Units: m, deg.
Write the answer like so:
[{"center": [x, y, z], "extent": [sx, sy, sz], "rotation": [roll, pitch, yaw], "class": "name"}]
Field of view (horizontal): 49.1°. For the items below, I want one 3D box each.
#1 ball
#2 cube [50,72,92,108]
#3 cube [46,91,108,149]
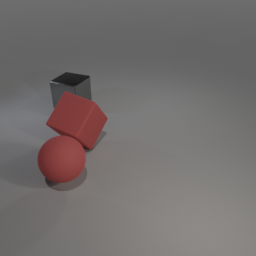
[{"center": [-1.969, 0.927, 8.364], "extent": [1.400, 1.400, 1.400], "rotation": [0, 31, 0], "class": "ball"}, {"center": [-2.726, -1.746, 13.550], "extent": [1.400, 1.400, 1.400], "rotation": [12, 33, 19], "class": "cube"}, {"center": [-1.823, -0.259, 10.279], "extent": [1.400, 1.400, 1.400], "rotation": [21, 76, 22], "class": "cube"}]
